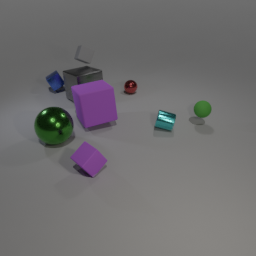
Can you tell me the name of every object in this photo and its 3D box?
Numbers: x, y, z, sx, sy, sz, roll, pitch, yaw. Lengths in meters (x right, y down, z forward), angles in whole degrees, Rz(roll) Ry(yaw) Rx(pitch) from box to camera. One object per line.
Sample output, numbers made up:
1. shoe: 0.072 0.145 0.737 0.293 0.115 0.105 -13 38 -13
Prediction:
1. ball: 0.141 -2.121 14.401 0.700 0.700 0.700 0 30 0
2. ball: -2.692 -0.082 10.215 1.400 1.400 1.400 0 30 0
3. ball: 3.006 -0.759 11.288 0.700 0.700 0.700 0 30 0
4. cylinder: 1.487 -0.308 11.166 0.700 0.700 0.700 16 32 2
5. cube: -2.203 -3.695 14.106 0.700 0.700 0.700 16 4 -29
6. cube: -3.762 -2.453 14.489 0.700 0.700 0.700 -34 30 -4
7. cube: -1.223 0.977 8.788 0.700 0.700 0.700 28 72 42
8. cube: -2.133 -2.096 13.521 1.400 1.400 1.400 -21 31 -33
9. cube: -1.371 -1.021 11.413 1.400 1.400 1.400 -16 26 -18
